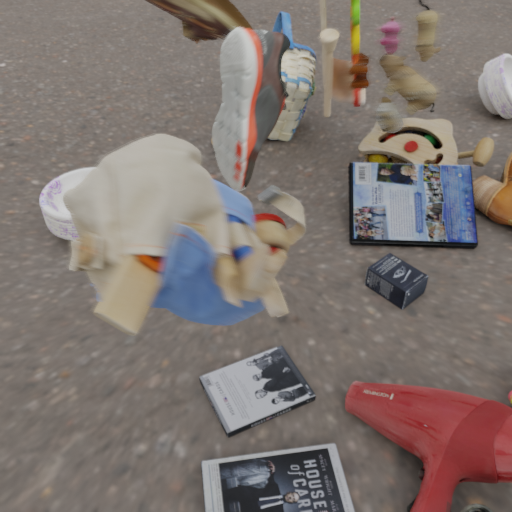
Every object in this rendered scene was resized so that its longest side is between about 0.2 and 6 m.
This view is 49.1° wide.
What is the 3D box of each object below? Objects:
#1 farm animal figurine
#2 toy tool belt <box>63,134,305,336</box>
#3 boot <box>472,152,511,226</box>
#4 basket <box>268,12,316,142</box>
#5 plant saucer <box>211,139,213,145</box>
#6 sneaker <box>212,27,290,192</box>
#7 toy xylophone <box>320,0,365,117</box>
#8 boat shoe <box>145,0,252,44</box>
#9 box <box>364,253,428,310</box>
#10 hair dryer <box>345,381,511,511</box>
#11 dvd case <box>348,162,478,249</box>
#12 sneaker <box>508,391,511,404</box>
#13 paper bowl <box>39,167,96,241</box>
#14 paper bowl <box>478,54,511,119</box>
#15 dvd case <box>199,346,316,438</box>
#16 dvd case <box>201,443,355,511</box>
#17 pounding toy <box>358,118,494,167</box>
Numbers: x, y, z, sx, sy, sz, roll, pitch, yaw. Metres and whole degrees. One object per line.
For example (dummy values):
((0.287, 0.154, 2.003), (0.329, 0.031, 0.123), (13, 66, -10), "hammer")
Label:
((2.411, -3.013, 9.057), (1.622, 1.604, 0.845), (-26, 14, 37), "farm animal figurine")
((-0.447, 0.128, 5.052), (2.494, 1.557, 1.533), (19, 48, -47), "toy tool belt")
((5.420, -1.239, 10.701), (2.333, 0.895, 1.811), (-27, 46, -25), "boot")
((0.390, -4.058, 13.074), (1.788, 2.267, 2.571), (4, 53, -17), "basket")
((-0.516, -2.570, 12.799), (1.010, 0.179, 1.010), (0, 41, 0), "plant saucer")
((0.040, -1.890, 7.580), (0.964, 2.354, 0.907), (-18, 52, -26), "sneaker")
((1.581, -3.963, 10.062), (0.821, 3.268, 2.393), (-1, 68, 9), "toy xylophone")
((-0.979, -4.112, 9.608), (2.301, 0.828, 0.830), (19, 41, -41), "boat shoe")
((2.294, 0.407, 9.188), (0.598, 0.421, 0.808), (-29, 49, -29), "box")
((2.022, 2.579, 6.212), (2.646, 0.944, 3.474), (-20, 36, -8), "hair dryer")
((2.859, -0.942, 10.338), (2.291, 0.201, 1.635), (2, 72, 2), "dvd case")
((3.633, 2.068, 7.175), (0.832, 0.720, 1.843), (14, 38, 30), "sneaker")
((-3.043, -0.857, 10.303), (1.657, 0.862, 1.657), (0, 41, 0), "paper bowl")
((6.025, -4.087, 13.728), (0.781, 1.502, 1.502), (-17, 22, 46), "paper bowl")
((0.006, 1.833, 7.749), (1.324, 0.164, 0.995), (-18, 44, -19), "dvd case")
((0.255, 2.889, 6.502), (1.695, 0.210, 1.274), (-6, 42, -6), "dvd case")
((3.492, -1.867, 11.657), (2.525, 1.449, 1.444), (11, 69, 26), "pounding toy")
